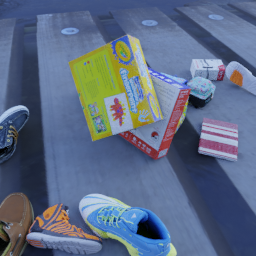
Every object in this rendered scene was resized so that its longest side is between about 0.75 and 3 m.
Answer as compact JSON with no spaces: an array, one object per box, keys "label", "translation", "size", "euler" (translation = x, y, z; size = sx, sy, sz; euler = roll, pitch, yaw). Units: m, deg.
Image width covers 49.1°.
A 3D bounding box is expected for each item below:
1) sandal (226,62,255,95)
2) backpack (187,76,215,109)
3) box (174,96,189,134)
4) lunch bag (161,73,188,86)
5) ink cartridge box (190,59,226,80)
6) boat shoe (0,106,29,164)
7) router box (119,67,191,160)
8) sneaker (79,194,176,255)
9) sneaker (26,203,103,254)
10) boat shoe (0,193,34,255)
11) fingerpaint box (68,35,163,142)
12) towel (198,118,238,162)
[{"label":"sandal","translation":[5.391,-2.173,12.817],"size":[2.112,0.809,0.605],"euler":[45,24,17]},{"label":"backpack","translation":[3.078,-1.602,11.998],"size":[1.186,1.006,1.336],"euler":[29,44,28]},{"label":"box","translation":[1.752,-0.609,10.722],"size":[0.700,1.106,1.148],"euler":[20,45,21]},{"label":"lunch bag","translation":[1.737,-1.886,12.302],"size":[1.400,0.875,1.860],"euler":[20,46,23]},{"label":"ink cartridge box","translation":[3.851,-2.833,13.607],"size":[1.443,0.604,1.041],"euler":[0,42,0]},{"label":"boat shoe","translation":[-4.242,0.303,9.916],"size":[1.190,0.927,2.622],"euler":[23,54,23]},{"label":"router box","translation":[0.448,-0.751,9.744],"size":[2.861,2.567,0.699],"euler":[34,30,33]},{"label":"sneaker","translation":[-0.063,2.274,7.122],"size":[2.990,1.570,1.132],"euler":[25,48,25]},{"label":"sneaker","translation":[-1.572,2.578,7.376],"size":[2.006,0.778,1.124],"euler":[7,44,8]},{"label":"boat shoe","translation":[-3.101,2.750,7.004],"size":[1.070,1.012,2.976],"euler":[-2,42,-3]},{"label":"fingerpaint box","translation":[-0.377,-1.168,8.747],"size":[2.199,2.636,0.967],"euler":[-18,0,24]},{"label":"towel","translation":[3.337,0.392,10.292],"size":[1.346,0.212,1.868],"euler":[12,45,11]}]
